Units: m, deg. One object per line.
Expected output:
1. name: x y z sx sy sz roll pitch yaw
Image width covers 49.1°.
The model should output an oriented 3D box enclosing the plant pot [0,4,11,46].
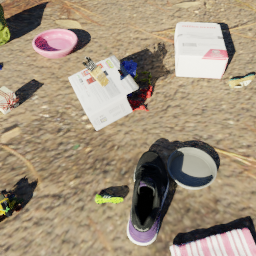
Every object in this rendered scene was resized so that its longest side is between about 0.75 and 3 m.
1. plant pot: -6.706 -5.048 13.776 1.920 1.920 1.823 -28 67 -23

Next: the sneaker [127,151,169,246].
1. sneaker: 0.651 1.665 7.939 1.106 1.278 2.919 6 49 5

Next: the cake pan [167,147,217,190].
1. cake pan: 2.012 1.306 8.927 1.557 0.286 1.557 0 48 0

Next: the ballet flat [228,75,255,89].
1. ballet flat: 4.818 -1.916 11.802 1.257 0.431 0.396 -14 78 -9

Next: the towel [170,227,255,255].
1. towel: 2.327 3.481 6.963 2.256 0.337 1.651 -10 48 -9

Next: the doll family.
1. doll family: -3.675 2.359 7.852 1.482 0.581 0.856 -36 61 -22

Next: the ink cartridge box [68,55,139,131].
1. ink cartridge box: -0.843 -1.392 10.557 2.051 0.979 2.336 -28 53 -3

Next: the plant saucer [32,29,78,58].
1. plant saucer: -3.471 -4.023 13.504 2.127 0.539 2.127 1 48 -1

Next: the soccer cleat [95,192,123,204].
1. soccer cleat: -0.552 2.057 8.285 0.834 0.282 0.338 -2 37 -1

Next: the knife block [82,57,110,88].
1. knife block: -1.040 -1.783 8.772 0.300 0.939 0.824 -42 61 -2

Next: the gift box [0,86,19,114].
1. gift box: -4.731 -1.073 10.703 0.782 0.837 0.773 32 61 23

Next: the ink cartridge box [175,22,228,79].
1. ink cartridge box: 3.180 -3.567 12.659 2.050 1.193 2.815 4 50 4

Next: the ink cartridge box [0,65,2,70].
1. ink cartridge box: -6.134 -2.696 12.576 0.859 0.168 0.427 -15 49 -15

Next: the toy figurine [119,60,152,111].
1. toy figurine: 0.283 -2.100 11.072 1.425 1.618 2.702 6 49 5
